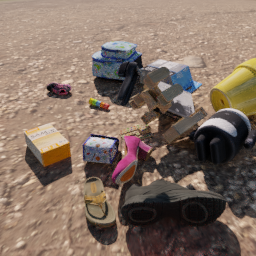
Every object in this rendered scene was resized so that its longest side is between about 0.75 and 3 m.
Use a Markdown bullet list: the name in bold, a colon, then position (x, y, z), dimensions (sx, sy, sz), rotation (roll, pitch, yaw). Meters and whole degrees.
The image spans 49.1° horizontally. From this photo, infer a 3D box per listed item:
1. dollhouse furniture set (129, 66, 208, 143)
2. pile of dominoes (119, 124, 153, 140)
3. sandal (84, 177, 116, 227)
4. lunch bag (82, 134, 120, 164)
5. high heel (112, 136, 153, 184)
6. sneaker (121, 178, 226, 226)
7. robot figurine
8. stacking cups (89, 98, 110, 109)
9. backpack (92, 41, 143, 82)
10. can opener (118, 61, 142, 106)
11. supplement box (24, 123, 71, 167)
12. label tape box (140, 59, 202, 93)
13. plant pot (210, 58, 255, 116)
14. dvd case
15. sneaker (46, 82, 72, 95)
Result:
- **dollhouse furniture set**: position (1.618, -0.933, 11.015), dimensions (1.611, 2.274, 2.476), rotation (-31, 80, -27)
- **pile of dominoes**: position (0.305, 0.141, 11.470), dimensions (1.312, 0.209, 1.023), rotation (-17, 37, -25)
- **sandal**: position (-0.911, 2.048, 8.184), dimensions (0.809, 0.544, 2.015), rotation (-9, 34, -13)
- **lunch bag**: position (-0.947, 0.667, 10.157), dimensions (1.095, 0.798, 1.288), rotation (7, 20, 10)
- **high heel**: position (-0.157, 0.963, 9.466), dimensions (1.231, 0.864, 2.566), rotation (26, 35, 18)
- **sneaker**: position (1.271, 1.963, 7.910), dimensions (2.891, 1.098, 1.312), rotation (2, 27, 0)
- **robot figurine**: position (3.354, 0.317, 9.986), dimensions (1.898, 1.577, 2.527), rotation (41, 47, 15)
- **stacking cups**: position (-1.364, -1.171, 13.447), dimensions (1.055, 0.319, 0.319), rotation (17, 37, 20)
- **backpack**: position (-0.693, -3.913, 16.149), dimensions (2.709, 1.991, 2.479), rotation (7, 29, 17)
- **can opener**: position (0.015, -1.381, 8.630), dimensions (0.697, 0.562, 1.772), rotation (-10, 52, 28)
- **supplement box**: position (-2.999, 0.575, 10.386), dimensions (1.085, 0.633, 1.722), rotation (-22, 38, -32)
- **label tape box**: position (2.414, -2.855, 15.472), dimensions (2.903, 0.919, 2.093), rotation (21, 38, 30)
- **plant pot**: position (4.991, -1.496, 12.230), dimensions (2.301, 2.445, 2.445), rotation (-25, 38, -10)
- **dvd case**: position (2.054, -1.235, 12.853), dimensions (2.057, 0.339, 2.738), rotation (21, 32, -6)
- **sneaker**: position (-3.660, -1.997, 14.604), dimensions (1.344, 0.531, 0.641), rotation (3, 44, 8)
